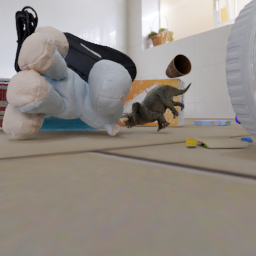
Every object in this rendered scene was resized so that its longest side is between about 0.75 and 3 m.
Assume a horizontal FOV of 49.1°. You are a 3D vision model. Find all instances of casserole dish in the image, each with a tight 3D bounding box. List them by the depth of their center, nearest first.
[{"bbox_3d":[-1.544,-0.510,7.098,2.621,0.509,1.588,0,-30,-14],"label":"casserole dish"}]

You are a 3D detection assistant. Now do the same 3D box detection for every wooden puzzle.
[{"bbox_3d":[1.271,0.210,3.900,0.987,0.115,0.666,0,7,4],"label":"wooden puzzle"}]

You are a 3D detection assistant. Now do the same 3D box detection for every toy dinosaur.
[{"bbox_3d":[0.755,-0.575,6.728,1.965,1.005,0.756,-43,0,1],"label":"toy dinosaur"}]

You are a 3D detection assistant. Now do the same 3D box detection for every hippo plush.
[{"bbox_3d":[-1.045,-0.452,5.414,2.051,2.032,2.551,17,-44,-11],"label":"hippo plush"}]

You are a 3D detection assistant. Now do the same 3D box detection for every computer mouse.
[{"bbox_3d":[-1.391,-1.297,6.612,2.922,0.673,2.051,23,-40,-12],"label":"computer mouse"}]

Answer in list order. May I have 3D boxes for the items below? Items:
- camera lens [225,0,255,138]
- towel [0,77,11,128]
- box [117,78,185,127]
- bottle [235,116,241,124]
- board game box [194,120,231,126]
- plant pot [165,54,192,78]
[{"bbox_3d":[2.409,-0.659,2.456,1.933,1.933,2.416,-2,3,-35],"label":"camera lens"},{"bbox_3d":[-3.230,-0.544,7.391,1.939,0.306,2.693,-3,-19,-34],"label":"towel"},{"bbox_3d":[0.711,-0.962,10.985,2.831,1.761,1.380,1,3,21],"label":"box"},{"bbox_3d":[5.782,-0.436,12.774,0.716,0.560,1.714,-1,3,-29],"label":"bottle"},{"bbox_3d":[3.489,-0.212,11.635,1.185,0.217,0.896,-1,3,-14],"label":"board game box"},{"bbox_3d":[1.699,-2.085,9.931,0.759,0.759,0.812,-1,-13,-27],"label":"plant pot"}]
